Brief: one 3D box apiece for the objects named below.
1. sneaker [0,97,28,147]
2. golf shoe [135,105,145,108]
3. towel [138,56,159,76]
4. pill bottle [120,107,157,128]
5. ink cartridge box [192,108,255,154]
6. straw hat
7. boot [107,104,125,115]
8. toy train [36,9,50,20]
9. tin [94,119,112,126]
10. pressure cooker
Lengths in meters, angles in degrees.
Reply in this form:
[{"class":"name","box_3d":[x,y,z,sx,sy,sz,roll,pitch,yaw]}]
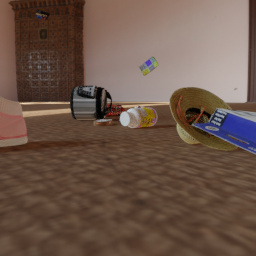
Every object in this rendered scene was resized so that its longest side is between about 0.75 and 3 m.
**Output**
[{"class":"sneaker","box_3d":[-3.293,-0.130,5.891,0.879,1.220,2.335,9,13,44]},{"class":"golf shoe","box_3d":[0.438,-0.916,15.003,1.299,0.595,0.489,3,8,36]},{"class":"towel","box_3d":[1.038,-3.138,14.192,0.955,0.686,0.109,-33,-27,15]},{"class":"pill bottle","box_3d":[0.370,-0.360,9.876,1.333,0.695,0.695,-7,10,-42]},{"class":"ink cartridge box","box_3d":[2.660,0.065,5.358,2.053,0.417,2.049,1,17,-27]},{"class":"straw hat","box_3d":[1.612,-0.047,6.495,1.919,1.919,0.812,-4,-34,-31]},{"class":"boot","box_3d":[-1.016,-1.008,15.026,1.636,0.821,2.268,2,4,5]},{"class":"toy train","box_3d":[-3.300,-4.369,10.841,0.244,0.327,1.430,14,17,-7]},{"class":"tin","box_3d":[-0.949,-0.212,10.817,0.566,0.212,1.011,6,8,16]},{"class":"pressure cooker","box_3d":[-1.596,-1.123,12.661,1.760,1.548,1.572,1,2,5]}]
